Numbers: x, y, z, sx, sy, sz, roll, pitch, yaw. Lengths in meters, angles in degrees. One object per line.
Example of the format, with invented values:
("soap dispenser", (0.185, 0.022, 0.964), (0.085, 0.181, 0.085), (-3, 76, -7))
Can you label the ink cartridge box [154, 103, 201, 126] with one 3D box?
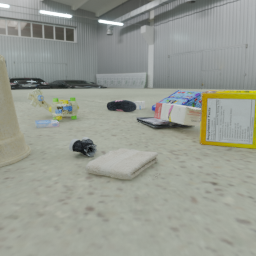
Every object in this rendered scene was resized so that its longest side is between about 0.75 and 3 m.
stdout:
("ink cartridge box", (2.123, -0.513, 10.781), (1.175, 0.681, 2.017), (2, 9, -37))

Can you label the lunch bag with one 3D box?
("lunch bag", (2.762, -1.219, 15.796), (2.596, 1.221, 1.954), (-22, 22, -33))

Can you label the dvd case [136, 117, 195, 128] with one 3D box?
("dvd case", (1.561, -0.291, 12.340), (1.797, 0.193, 2.416), (-1, 9, -15))

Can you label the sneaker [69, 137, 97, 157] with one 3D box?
("sneaker", (-1.076, 0.534, 7.551), (0.620, 0.411, 1.089), (19, 6, 19))

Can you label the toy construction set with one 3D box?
("toy construction set", (-3.655, -1.064, 14.061), (2.958, 1.363, 1.939), (21, 21, 34))

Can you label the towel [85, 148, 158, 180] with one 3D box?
("towel", (-0.069, 0.771, 6.441), (1.098, 0.286, 1.658), (4, 11, 26))

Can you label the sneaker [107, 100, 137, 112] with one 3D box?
("sneaker", (-0.250, -1.397, 17.077), (2.106, 0.739, 0.864), (8, 16, 34))

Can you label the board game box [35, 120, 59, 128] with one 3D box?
("board game box", (-3.463, -0.193, 11.968), (0.910, 0.197, 0.905), (-4, 12, -21))

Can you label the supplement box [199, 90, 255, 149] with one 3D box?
("supplement box", (3.850, -0.324, 8.688), (2.981, 1.622, 1.633), (4, 11, 22))

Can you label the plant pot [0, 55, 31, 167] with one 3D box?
("plant pot", (-4.029, -0.532, 7.073), (2.869, 2.627, 2.869), (0, 10, 0))

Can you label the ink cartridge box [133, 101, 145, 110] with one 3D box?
("ink cartridge box", (0.753, -1.503, 18.316), (0.495, 0.508, 0.790), (6, 11, 32))
